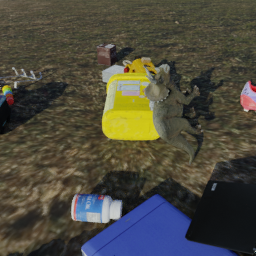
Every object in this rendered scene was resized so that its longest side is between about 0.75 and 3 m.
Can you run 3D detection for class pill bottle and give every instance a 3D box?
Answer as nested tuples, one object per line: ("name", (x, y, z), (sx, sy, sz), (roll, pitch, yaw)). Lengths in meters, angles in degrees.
("pill bottle", (-0.602, 1.595, 5.562), (0.940, 0.528, 0.528), (2, 33, 4))

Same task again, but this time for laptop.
("laptop", (2.261, 1.926, 5.097), (1.899, 0.981, 1.683), (44, 42, 0))

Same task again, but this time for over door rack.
("over door rack", (-4.364, -2.084, 11.278), (1.083, 0.488, 1.466), (14, 30, 23))

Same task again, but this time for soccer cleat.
("soccer cleat", (5.029, -0.931, 9.086), (2.590, 0.990, 0.864), (8, 33, 13))

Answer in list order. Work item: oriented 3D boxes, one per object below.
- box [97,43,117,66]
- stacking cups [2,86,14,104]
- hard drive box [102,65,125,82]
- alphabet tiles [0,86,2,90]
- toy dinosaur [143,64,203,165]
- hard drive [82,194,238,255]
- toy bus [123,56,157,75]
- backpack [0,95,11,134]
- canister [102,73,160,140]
("box", (-0.988, -3.473, 13.211), (0.689, 0.839, 0.696), (13, 34, 21))
("stacking cups", (-4.309, -1.164, 10.149), (0.323, 0.323, 1.067), (-16, 41, -23))
("hard drive box", (-0.317, -2.155, 11.499), (1.180, 0.453, 0.920), (20, 38, 28))
("alphabet tiles", (-5.970, -1.442, 10.673), (2.032, 0.148, 1.987), (-18, 37, -26))
("toy dinosaur", (1.096, -0.349, 6.990), (1.324, 2.589, 0.996), (-11, 17, -8))
("hard drive", (0.855, 2.388, 4.455), (1.898, 0.365, 2.876), (-25, 40, -34))
("toy bus", (0.554, -2.181, 10.625), (1.924, 0.994, 1.816), (27, 44, 3))
("backpack", (-4.497, -0.466, 8.159), (1.653, 1.267, 1.453), (-5, 38, 2))
("canister", (0.175, -0.727, 8.709), (1.852, 1.079, 2.494), (1, 34, 2))
